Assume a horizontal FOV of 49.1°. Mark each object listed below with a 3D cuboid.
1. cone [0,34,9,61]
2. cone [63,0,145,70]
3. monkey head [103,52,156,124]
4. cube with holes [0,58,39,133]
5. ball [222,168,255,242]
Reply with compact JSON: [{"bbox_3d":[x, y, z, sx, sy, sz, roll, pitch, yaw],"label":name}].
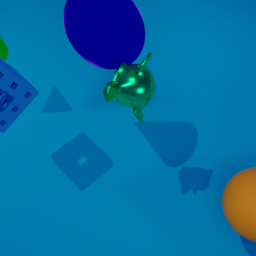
[{"bbox_3d":[-3.433,-2.302,7.052,0.942,0.942,0.946,-4,56,-2],"label":"cone"},{"bbox_3d":[-0.735,-1.776,5.743,1.600,1.606,1.600,3,84,-27],"label":"cone"},{"bbox_3d":[0.047,-0.657,4.736,0.770,1.278,0.919,14,28,18],"label":"monkey head"},{"bbox_3d":[-2.791,-0.819,5.625,1.133,1.133,1.133,39,87,31],"label":"cube with holes"},{"bbox_3d":[2.452,1.415,5.177,1.355,1.355,1.355,0,66,0],"label":"ball"}]
